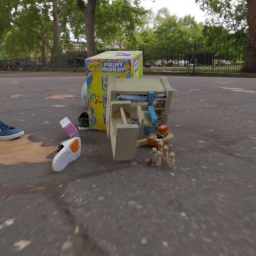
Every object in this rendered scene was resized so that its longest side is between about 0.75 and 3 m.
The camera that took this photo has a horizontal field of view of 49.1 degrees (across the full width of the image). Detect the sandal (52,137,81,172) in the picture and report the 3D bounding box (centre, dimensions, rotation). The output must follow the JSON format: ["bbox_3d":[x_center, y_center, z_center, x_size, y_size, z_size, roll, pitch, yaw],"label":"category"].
[{"bbox_3d":[-1.760,0.661,7.640,0.469,0.626,1.635,7,17,14],"label":"sandal"}]

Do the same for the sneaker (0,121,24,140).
[{"bbox_3d":[-4.801,-0.072,10.200,2.030,0.858,0.761,3,14,8],"label":"sneaker"}]

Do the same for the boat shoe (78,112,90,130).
[{"bbox_3d":[-1.857,-0.384,12.074,0.655,0.581,1.754,0,14,1],"label":"boat shoe"}]

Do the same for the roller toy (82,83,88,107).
[{"bbox_3d":[-1.976,-2.011,16.594,1.217,1.589,1.742,4,-22,21],"label":"roller toy"}]

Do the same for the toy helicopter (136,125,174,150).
[{"bbox_3d":[0.766,0.442,9.106,1.493,0.589,0.987,-12,24,-4],"label":"toy helicopter"}]

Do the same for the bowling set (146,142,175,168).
[{"bbox_3d":[0.820,0.743,7.555,0.657,0.507,0.944,-5,14,-22],"label":"bowling set"}]

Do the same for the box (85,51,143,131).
[{"bbox_3d":[-0.457,-1.686,11.916,1.801,2.843,2.952,3,22,11],"label":"box"}]

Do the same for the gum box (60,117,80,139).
[{"bbox_3d":[-2.135,-0.004,10.198,0.333,0.572,1.007,-38,24,-7],"label":"gum box"}]

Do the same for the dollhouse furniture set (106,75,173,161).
[{"bbox_3d":[0.418,-0.096,9.025,2.051,2.039,2.910,-1,38,-9],"label":"dollhouse furniture set"}]
